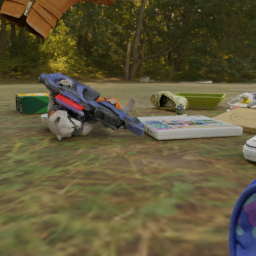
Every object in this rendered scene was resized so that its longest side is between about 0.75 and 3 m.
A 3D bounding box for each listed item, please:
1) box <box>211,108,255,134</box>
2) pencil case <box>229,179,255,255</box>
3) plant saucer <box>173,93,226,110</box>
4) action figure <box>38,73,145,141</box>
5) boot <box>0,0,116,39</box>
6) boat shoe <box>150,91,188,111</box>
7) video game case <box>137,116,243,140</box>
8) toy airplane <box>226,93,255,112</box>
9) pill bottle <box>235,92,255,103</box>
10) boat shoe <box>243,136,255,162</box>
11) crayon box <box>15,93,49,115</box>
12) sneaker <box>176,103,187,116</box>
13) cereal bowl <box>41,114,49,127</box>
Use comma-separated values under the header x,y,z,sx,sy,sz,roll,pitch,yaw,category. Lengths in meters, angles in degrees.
x,y,z,sx,sy,sz,roll,pitch,yaw,category
3.369,-0.245,7.895,1.407,0.183,1.721,-18,18,-25,box
1.803,0.621,1.772,2.346,1.019,0.915,-2,2,-15,pencil case
3.166,-1.241,12.777,2.367,0.568,2.371,4,12,22,plant saucer
-0.845,-0.287,7.110,2.837,1.484,2.744,32,28,15,action figure
-1.606,-2.944,6.633,2.425,1.876,0.894,19,-11,-9,boot
1.554,-1.107,11.680,0.663,0.769,2.107,-3,18,-34,boat shoe
1.450,-0.051,7.361,2.186,0.259,1.990,-2,11,-14,video game case
4.121,-0.852,10.067,1.161,0.819,1.156,6,13,28,toy airplane
5.115,-1.131,11.813,1.207,0.722,0.722,-6,12,-26,pill bottle
2.883,0.063,5.270,0.874,0.793,2.376,10,15,43,boat shoe
-3.075,-1.077,11.585,2.763,0.702,1.754,-5,12,-28,crayon box
1.896,-0.656,9.929,0.357,0.478,1.064,3,11,17,sneaker
-1.897,-0.178,7.669,0.918,0.382,0.918,1,11,0,cereal bowl
